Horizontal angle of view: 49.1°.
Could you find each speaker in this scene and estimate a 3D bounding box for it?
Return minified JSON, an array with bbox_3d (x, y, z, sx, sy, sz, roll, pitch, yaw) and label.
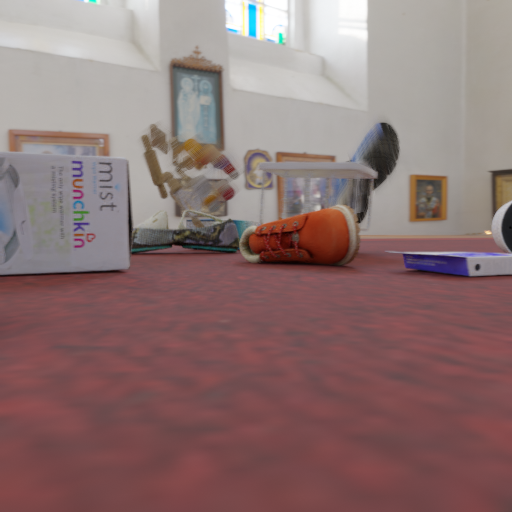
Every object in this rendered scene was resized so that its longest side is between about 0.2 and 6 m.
[{"bbox_3d":[4.411,-0.443,9.012,1.082,1.082,2.664,1,3,21],"label":"speaker"}]

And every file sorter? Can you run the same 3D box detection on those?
[{"bbox_3d":[1.226,-1.144,11.098,2.020,1.258,1.402,3,2,23],"label":"file sorter"}]

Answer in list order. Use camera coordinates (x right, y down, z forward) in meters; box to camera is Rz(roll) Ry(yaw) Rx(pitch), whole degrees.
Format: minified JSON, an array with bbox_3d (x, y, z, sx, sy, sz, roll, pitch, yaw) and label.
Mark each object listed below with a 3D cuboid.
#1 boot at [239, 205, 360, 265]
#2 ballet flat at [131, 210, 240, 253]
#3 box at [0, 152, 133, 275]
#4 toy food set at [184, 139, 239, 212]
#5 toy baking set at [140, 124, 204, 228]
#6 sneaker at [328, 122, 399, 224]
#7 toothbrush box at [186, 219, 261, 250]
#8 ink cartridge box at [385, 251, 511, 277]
[{"bbox_3d":[0.565,-0.202,7.916,1.177,0.824,2.196,-7,-1,-24],"label":"boot"},{"bbox_3d":[-1.681,-0.503,11.664,2.706,0.973,0.973,-1,3,-15],"label":"ballet flat"},{"bbox_3d":[-3.261,-0.552,7.202,2.600,1.425,2.946,-2,3,-29],"label":"box"},{"bbox_3d":[-0.856,-1.626,11.826,0.859,1.800,0.810,-25,43,-14],"label":"toy food set"},{"bbox_3d":[-1.850,-1.661,12.347,0.285,2.448,1.879,-30,35,-26],"label":"toy baking set"},{"bbox_3d":[2.174,-1.847,12.226,0.983,2.502,1.115,7,39,-26],"label":"sneaker"},{"bbox_3d":[-0.778,-0.538,14.135,1.295,0.754,1.768,2,2,25],"label":"toothbrush box"},{"bbox_3d":[2.276,0.077,6.458,1.152,0.250,1.141,1,2,-21],"label":"ink cartridge box"}]
